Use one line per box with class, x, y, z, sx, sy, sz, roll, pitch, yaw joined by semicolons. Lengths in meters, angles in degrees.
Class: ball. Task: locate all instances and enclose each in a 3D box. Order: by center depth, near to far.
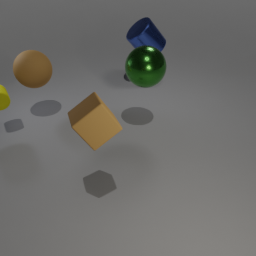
ball;0.595;-2.064;9.454;1.400;1.400;1.400;0;33;0
ball;-3.548;-2.193;10.470;1.400;1.400;1.400;0;33;0

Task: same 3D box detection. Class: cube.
cube;-0.652;-0.140;5.439;0.700;0.700;0.700;-38;31;2

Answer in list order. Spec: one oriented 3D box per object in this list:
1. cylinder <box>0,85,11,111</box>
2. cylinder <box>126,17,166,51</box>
cylinder;-4.534;-1.071;9.766;0.700;0.700;0.700;-17;42;-24
cylinder;0.866;-4.233;13.309;1.400;1.400;1.400;-28;41;27
